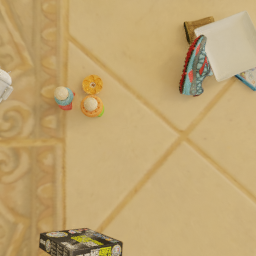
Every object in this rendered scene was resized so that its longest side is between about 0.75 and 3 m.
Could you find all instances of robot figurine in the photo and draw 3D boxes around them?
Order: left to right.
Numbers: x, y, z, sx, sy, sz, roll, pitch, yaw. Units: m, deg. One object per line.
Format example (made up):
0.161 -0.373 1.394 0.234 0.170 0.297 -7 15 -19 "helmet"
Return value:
-3.655 -1.139 7.692 0.968 0.645 1.142 26 83 0 "robot figurine"

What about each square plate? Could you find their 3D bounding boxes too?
2.907 -2.299 7.901 1.639 0.235 1.655 -21 83 -3 "square plate"

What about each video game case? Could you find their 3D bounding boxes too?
3.337 -2.100 8.070 1.806 0.161 1.293 39 84 5 "video game case"

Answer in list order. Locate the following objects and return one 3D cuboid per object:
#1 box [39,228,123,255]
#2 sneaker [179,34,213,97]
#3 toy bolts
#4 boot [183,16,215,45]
-0.804 1.948 4.666 0.949 1.185 0.262 10 80 -38 "box"
1.969 -1.696 7.765 0.800 0.664 1.675 13 101 -6 "sneaker"
-1.302 -0.948 7.522 1.336 0.927 1.276 5 82 1 "toy bolts"
2.108 -2.844 8.117 0.861 0.285 0.754 -9 82 -2 "boot"
